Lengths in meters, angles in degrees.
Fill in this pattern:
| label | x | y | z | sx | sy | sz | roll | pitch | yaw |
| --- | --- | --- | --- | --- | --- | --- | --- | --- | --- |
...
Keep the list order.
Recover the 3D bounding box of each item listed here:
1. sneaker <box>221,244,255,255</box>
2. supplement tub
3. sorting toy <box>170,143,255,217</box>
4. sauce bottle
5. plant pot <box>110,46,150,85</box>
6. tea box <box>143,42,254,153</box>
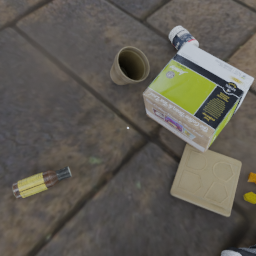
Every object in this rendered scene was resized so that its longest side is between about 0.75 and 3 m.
| label | x | y | z | sx | sy | sz | roll | pitch | yaw |
| --- | --- | --- | --- | --- | --- | --- | --- | --- | --- |
| sneaker | 2.925 | 2.542 | 6.026 | 2.208 | 0.833 | 1.256 | 20 | 59 | -17 |
| supplement tub | 1.818 | -2.842 | 9.190 | 0.636 | 0.636 | 0.906 | -27 | 64 | -13 |
| sorting toy | 2.347 | 1.412 | 7.203 | 2.206 | 0.295 | 1.643 | 20 | 60 | 10 |
| sauce bottle | -2.139 | 1.353 | 7.065 | 1.413 | 0.457 | 0.457 | -18 | 64 | -10 |
| plant pot | -0.062 | -1.711 | 8.240 | 1.065 | 0.924 | 1.065 | 8 | 74 | -30 |
| tea box | 1.773 | -0.784 | 7.382 | 1.992 | 1.331 | 1.960 | 37 | 77 | 20 |
